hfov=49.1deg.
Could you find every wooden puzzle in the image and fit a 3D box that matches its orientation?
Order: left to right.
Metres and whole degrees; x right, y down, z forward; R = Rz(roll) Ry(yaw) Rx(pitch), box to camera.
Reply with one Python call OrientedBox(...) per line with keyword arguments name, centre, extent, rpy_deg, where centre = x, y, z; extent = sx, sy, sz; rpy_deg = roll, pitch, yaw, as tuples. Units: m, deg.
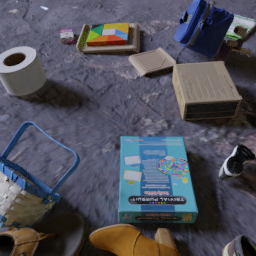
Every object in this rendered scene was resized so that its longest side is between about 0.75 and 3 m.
OrientedBox(name="wooden puzzle", centre=(-0.728, -3.744, 11.316), extent=(2.414, 0.449, 2.233), rpy_deg=(2, 44, 2))
OrientedBox(name="wooden puzzle", centre=(0.867, -2.376, 10.082), extent=(1.351, 0.252, 1.250), rpy_deg=(-21, 48, -14))

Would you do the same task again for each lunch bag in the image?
OrientedBox(name="lunch bag", centre=(2.438, -3.446, 9.599), extent=(1.510, 1.551, 2.283), rpy_deg=(23, 18, -4))

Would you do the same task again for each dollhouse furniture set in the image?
OrientedBox(name="dollhouse furniture set", centre=(3.939, -3.334, 10.506), extent=(1.219, 1.360, 1.717), rpy_deg=(2, 39, -20))

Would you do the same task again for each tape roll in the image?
OrientedBox(name="tape roll", centre=(-3.323, -1.765, 8.688), extent=(1.342, 0.921, 1.342), rpy_deg=(-5, 48, 5))

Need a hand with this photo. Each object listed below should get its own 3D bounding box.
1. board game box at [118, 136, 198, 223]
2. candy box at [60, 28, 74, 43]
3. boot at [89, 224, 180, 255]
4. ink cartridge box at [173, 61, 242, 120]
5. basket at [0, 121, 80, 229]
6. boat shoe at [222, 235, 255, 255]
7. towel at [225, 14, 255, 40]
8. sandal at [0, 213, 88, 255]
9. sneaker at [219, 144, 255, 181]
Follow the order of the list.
OrientedBox(name="board game box", centre=(0.589, 1.076, 6.300), extent=(1.554, 0.483, 2.059), rpy_deg=(0, 44, 0))
OrientedBox(name="candy box", centre=(-2.505, -3.791, 11.511), extent=(0.541, 0.242, 0.793), rpy_deg=(-8, 45, -8))
OrientedBox(name="boot", centre=(0.136, 2.352, 4.881), extent=(1.667, 0.586, 1.193), rpy_deg=(2, 38, -7))
OrientedBox(name="ink cartridge box", centre=(2.266, -1.158, 8.391), extent=(1.593, 0.726, 1.934), rpy_deg=(-2, 45, 0))
OrientedBox(name="basket", centre=(-2.092, 0.938, 5.702), extent=(1.676, 1.322, 1.900), rpy_deg=(31, 83, 28))
OrientedBox(name="boat shoe", centre=(2.299, 2.708, 4.487), extent=(0.747, 0.662, 2.041), rpy_deg=(-20, 47, -19))
OrientedBox(name="towel", centre=(4.610, -4.421, 12.131), extent=(1.435, 0.295, 1.924), rpy_deg=(27, 50, 26))
OrientedBox(name="sandal", centre=(-2.124, 2.210, 4.890), extent=(2.910, 0.794, 1.189), rpy_deg=(-12, 43, -10))
OrientedBox(name="sneaker", centre=(2.535, 0.801, 6.588), extent=(1.320, 0.524, 0.488), rpy_deg=(-27, 66, -39))
